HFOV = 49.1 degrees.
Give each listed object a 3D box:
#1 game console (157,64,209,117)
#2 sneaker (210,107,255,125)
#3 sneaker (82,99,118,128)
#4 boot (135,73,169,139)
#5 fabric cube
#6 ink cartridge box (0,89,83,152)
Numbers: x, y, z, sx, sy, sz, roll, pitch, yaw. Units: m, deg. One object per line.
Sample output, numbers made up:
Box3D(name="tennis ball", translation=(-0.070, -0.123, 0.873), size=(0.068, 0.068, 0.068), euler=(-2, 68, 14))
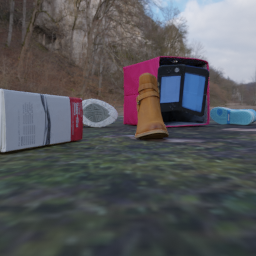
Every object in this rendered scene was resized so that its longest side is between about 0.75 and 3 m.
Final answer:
Box3D(name="game console", translation=(1.806, -1.236, 9.560), size=(1.443, 1.691, 1.000), euler=(-6, 25, -14))
Box3D(name="sneaker", translation=(5.271, -0.576, 13.798), size=(1.413, 0.861, 2.165), euler=(-6, 16, -44))
Box3D(name="sneaker", translation=(-1.850, -0.561, 11.386), size=(2.871, 1.119, 1.427), euler=(1, 0, -1))
Box3D(name="boot", translation=(0.542, -0.524, 6.457), size=(0.737, 1.493, 1.923), euler=(0, 3, 5))
Box3D(name="fabric cube", translation=(1.614, -1.475, 12.316), size=(2.725, 2.778, 2.769), euler=(-3, 4, -30))
Box3D(name="ink cartridge box", translation=(-2.039, -0.165, 5.044), size=(1.617, 0.913, 2.203), euler=(2, 3, 19))
